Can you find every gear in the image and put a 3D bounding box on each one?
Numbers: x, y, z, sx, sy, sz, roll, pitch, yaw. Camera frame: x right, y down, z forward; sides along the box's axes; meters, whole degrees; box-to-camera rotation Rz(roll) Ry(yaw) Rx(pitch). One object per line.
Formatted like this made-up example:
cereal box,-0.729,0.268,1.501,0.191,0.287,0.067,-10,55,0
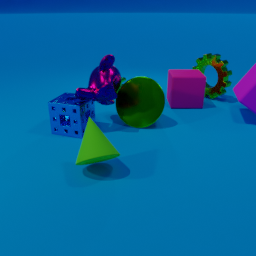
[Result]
gear,2.948,-1.847,9.969,0.287,1.553,1.553,-19,30,-32

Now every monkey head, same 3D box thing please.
monkey head,-0.788,-1.169,7.354,1.213,1.016,1.687,1,-21,-17

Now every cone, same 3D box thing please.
cone,0.557,-0.689,8.510,1.456,1.456,1.461,9,0,20
cone,-0.706,0.211,5.782,0.927,0.930,0.927,-13,-11,-3

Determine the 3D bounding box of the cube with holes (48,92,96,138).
cube with holes,-1.481,-0.365,7.558,0.896,0.896,0.896,8,26,16

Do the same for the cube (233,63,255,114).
cube,4.039,-1.079,8.083,1.282,1.282,1.282,35,26,-4

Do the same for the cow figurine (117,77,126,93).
cow figurine,-0.556,-1.696,10.606,1.093,0.600,1.075,43,41,19

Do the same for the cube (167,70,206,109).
cube,1.935,-1.335,9.474,1.073,1.073,1.073,0,24,0
